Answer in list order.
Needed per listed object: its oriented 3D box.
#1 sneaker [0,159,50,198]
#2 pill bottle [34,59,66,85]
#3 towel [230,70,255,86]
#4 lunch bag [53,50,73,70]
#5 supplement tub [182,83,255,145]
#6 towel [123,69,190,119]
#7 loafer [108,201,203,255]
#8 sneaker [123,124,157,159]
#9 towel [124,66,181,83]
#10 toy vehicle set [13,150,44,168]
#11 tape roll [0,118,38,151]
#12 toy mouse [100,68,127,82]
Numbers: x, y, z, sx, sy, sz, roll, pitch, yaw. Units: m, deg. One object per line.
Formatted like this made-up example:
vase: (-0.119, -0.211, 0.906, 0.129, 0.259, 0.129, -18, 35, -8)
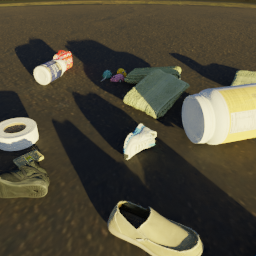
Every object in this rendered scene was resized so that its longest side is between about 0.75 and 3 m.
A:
sneaker: (-3.244, 1.461, 8.227, 1.912, 0.731, 1.095, 1, 30, -4)
pill bottle: (-4.220, -3.159, 15.429, 1.022, 1.022, 1.840, 12, 33, 19)
towel: (6.214, -2.384, 14.223, 1.722, 0.314, 1.277, 15, 65, 33)
lunch bag: (-3.894, -4.066, 16.757, 0.545, 1.172, 1.331, 14, 34, 21)
supplement tub: (3.585, -0.492, 10.108, 2.785, 2.025, 2.025, -9, 33, -13)
towel: (1.303, -1.665, 12.773, 2.096, 0.516, 2.826, 28, 54, 25)
loafer: (0.584, 2.392, 6.586, 2.368, 0.809, 0.896, 12, 33, 18)
sneaker: (0.474, 0.491, 9.825, 0.851, 0.736, 1.964, 18, 36, 18)
towel: (1.358, -2.832, 14.994, 2.928, 0.534, 2.172, -1, 23, 13)
toy vehicle set: (-3.343, 1.054, 9.436, 0.841, 0.111, 0.522, -27, 41, -36)
tape roll: (-4.153, 0.212, 10.394, 1.549, 0.542, 1.549, 0, 32, 0)
toy mouse: (-0.806, -2.965, 15.717, 1.741, 0.379, 1.959, -19, 36, -28)
